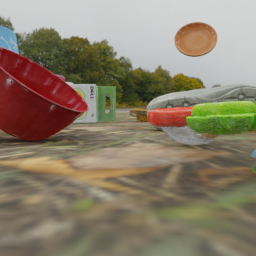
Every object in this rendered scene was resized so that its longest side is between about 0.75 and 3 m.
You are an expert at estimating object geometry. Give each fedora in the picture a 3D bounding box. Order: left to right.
[{"bbox_3d":[0.681,-0.465,10.368,1.149,0.469,1.149,5,4,0],"label":"fedora"}]

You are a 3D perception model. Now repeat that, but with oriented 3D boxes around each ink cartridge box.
[{"bbox_3d":[-1.632,-0.810,9.470,2.460,1.277,0.730,0,4,-4],"label":"ink cartridge box"}]

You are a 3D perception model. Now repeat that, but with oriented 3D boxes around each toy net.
[{"bbox_3d":[0.821,0.059,2.766,1.478,0.544,2.818,-3,3,-9],"label":"toy net"}]

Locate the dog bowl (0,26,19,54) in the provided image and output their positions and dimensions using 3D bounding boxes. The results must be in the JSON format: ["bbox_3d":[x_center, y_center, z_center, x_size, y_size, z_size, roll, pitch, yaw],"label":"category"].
[{"bbox_3d":[-3.180,-0.796,4.674,2.919,0.724,1.627,-24,1,-15],"label":"dog bowl"}]

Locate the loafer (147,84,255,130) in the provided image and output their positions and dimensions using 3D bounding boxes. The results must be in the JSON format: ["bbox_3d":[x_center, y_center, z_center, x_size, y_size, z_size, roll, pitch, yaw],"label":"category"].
[{"bbox_3d":[1.912,-0.469,6.298,2.991,1.046,1.044,-1,12,-2],"label":"loafer"}]

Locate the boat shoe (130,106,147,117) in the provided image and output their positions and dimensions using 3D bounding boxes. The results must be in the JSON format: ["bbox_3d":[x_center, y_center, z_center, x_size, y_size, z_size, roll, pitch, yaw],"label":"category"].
[{"bbox_3d":[1.303,-0.894,13.461,2.477,0.889,0.938,0,4,-6],"label":"boat shoe"}]

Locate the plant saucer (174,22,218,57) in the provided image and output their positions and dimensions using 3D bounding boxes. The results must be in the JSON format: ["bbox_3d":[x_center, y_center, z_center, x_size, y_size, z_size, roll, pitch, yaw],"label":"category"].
[{"bbox_3d":[2.257,-2.923,9.358,1.400,1.400,0.262,1,-24,12],"label":"plant saucer"}]

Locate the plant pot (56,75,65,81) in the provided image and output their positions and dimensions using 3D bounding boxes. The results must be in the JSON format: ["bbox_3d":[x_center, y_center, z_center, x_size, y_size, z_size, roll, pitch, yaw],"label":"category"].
[{"bbox_3d":[-2.075,-0.549,6.175,1.344,1.203,1.344,1,3,0],"label":"plant pot"}]

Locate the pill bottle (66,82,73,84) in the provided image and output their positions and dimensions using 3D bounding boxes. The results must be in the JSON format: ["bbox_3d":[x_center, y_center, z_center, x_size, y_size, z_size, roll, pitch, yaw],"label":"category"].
[{"bbox_3d":[-2.552,-1.018,10.948,0.847,1.484,0.847,1,3,0],"label":"pill bottle"}]

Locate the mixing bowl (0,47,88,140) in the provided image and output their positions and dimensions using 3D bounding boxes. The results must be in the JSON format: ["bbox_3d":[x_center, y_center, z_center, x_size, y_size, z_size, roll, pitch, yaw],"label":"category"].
[{"bbox_3d":[-1.511,-0.391,4.241,1.632,0.884,1.632,34,12,-8],"label":"mixing bowl"}]
